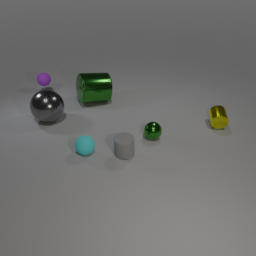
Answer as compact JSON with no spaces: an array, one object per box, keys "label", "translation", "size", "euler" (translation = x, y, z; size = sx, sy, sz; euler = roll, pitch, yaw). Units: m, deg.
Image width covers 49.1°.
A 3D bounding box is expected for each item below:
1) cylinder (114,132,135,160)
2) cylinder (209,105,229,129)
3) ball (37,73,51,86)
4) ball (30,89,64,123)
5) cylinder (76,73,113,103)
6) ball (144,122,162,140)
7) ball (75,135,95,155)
[{"label":"cylinder","translation":[-0.126,0.621,9.742],"size":[0.700,0.700,0.700],"euler":[-2,34,1]},{"label":"cylinder","translation":[3.683,-0.445,11.403],"size":[0.700,0.700,0.700],"euler":[2,44,4]},{"label":"ball","translation":[-4.354,-2.520,14.513],"size":[0.700,0.700,0.700],"euler":[0,30,0]},{"label":"ball","translation":[-3.392,-0.918,11.774],"size":[1.400,1.400,1.400],"euler":[0,30,0]},{"label":"cylinder","translation":[-1.626,-1.917,13.344],"size":[1.400,1.400,1.400],"euler":[-6,30,-24]},{"label":"ball","translation":[0.948,0.104,10.699],"size":[0.700,0.700,0.700],"euler":[0,30,0]},{"label":"ball","translation":[-1.514,0.606,9.843],"size":[0.700,0.700,0.700],"euler":[0,30,0]}]
